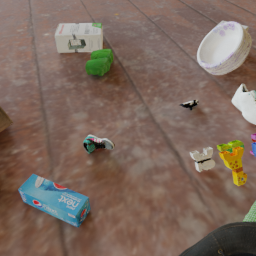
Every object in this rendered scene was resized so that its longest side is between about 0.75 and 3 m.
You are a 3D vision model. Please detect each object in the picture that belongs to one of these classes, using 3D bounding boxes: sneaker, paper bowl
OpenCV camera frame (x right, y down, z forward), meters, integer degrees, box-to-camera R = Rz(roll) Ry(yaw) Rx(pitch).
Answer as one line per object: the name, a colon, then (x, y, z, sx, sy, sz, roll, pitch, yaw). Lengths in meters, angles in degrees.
sneaker: (3.881, -0.745, 8.676, 0.665, 0.782, 1.768, -5, 38, -18)
paper bowl: (3.672, -2.896, 10.543, 1.009, 1.941, 1.941, 25, 29, -33)
sneaker: (-0.866, 0.494, 7.638, 0.919, 0.384, 0.555, 13, 37, 26)

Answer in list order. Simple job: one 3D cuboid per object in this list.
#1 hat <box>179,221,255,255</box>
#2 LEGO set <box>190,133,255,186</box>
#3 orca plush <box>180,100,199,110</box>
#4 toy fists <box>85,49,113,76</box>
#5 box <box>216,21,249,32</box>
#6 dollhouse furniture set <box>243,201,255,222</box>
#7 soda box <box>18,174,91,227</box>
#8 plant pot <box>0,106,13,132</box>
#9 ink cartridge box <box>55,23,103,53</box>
hat: (1.916, 2.829, 4.492, 2.465, 0.994, 2.465, -15, 39, 13)
LEGO set: (2.814, 0.848, 7.023, 2.245, 0.921, 0.856, -14, 12, -9)
orca plush: (2.036, -0.718, 9.116, 0.785, 0.413, 0.279, -10, 77, -47)
toy fists: (-1.051, -2.605, 11.050, 0.865, 0.583, 1.697, -7, 37, 16)
box: (4.300, -3.814, 12.064, 1.207, 1.039, 1.213, 27, 50, 27)
dollhouse furniture set: (3.802, 1.926, 5.188, 2.884, 1.447, 1.889, 30, 49, 30)
soda box: (-1.646, 1.605, 6.291, 1.547, 0.496, 0.525, 18, 44, 18)
plant pot: (-4.826, -0.430, 7.404, 2.280, 2.627, 2.627, -43, 55, -18)
ink cartridge box: (-2.141, -4.056, 12.530, 1.971, 0.828, 1.438, -1, 41, -2)
